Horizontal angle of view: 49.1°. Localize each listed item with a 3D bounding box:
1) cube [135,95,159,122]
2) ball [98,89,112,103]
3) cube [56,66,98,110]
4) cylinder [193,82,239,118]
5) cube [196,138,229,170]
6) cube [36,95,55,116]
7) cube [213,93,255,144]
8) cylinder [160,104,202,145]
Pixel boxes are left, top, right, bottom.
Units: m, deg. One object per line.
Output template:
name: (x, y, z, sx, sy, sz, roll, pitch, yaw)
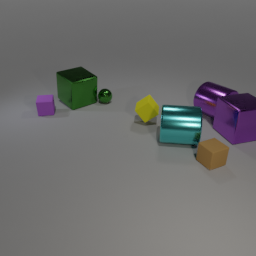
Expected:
cube: (0.787, -0.795, 11.448, 0.700, 0.700, 0.700, -31, 24, 25)
ball: (-1.105, -1.554, 13.533, 0.700, 0.700, 0.700, 0, 29, 0)
cube: (-2.416, -1.917, 13.295, 1.400, 1.400, 1.400, -23, 44, -35)
cylinder: (3.804, -1.147, 12.067, 1.400, 1.400, 1.400, -18, 33, -30)
cube: (2.761, 0.844, 9.180, 0.700, 0.700, 0.700, -14, 32, -24)
cube: (-3.676, -1.018, 12.520, 0.700, 0.700, 0.700, -4, 33, -8)
cube: (4.302, -0.393, 10.702, 1.400, 1.400, 1.400, -8, 30, -15)
cylinder: (1.895, -0.120, 10.196, 1.400, 1.400, 1.400, 4, 29, 7)
